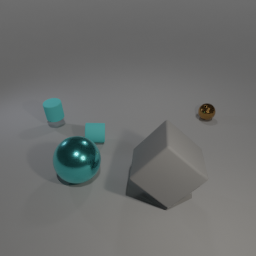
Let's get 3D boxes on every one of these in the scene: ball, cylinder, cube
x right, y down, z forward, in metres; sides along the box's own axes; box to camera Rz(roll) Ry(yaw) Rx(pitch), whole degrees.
[{"bbox_3d":[3.265,-0.674,11.602,0.700,0.700,0.700,0,31,0],"label":"ball"},{"bbox_3d":[-2.883,-0.696,10.879,0.700,0.700,0.700,-3,37,2],"label":"cylinder"},{"bbox_3d":[1.054,0.936,7.434,1.400,1.400,1.400,39,26,-15],"label":"cube"},{"bbox_3d":[-1.184,0.169,10.115,0.700,0.700,0.700,1,31,-5],"label":"cylinder"},{"bbox_3d":[-1.500,0.931,8.266,1.400,1.400,1.400,0,31,0],"label":"ball"}]
